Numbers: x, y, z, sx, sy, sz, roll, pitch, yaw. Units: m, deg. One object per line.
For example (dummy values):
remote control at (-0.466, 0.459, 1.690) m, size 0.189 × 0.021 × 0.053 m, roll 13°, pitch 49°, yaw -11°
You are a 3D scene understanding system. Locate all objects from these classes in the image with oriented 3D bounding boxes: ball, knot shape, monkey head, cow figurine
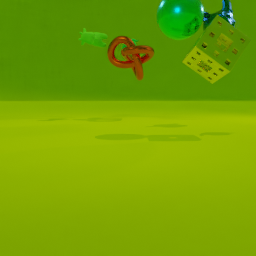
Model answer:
ball at (1.169, -2.529, 6.314) m, size 1.050 × 1.050 × 1.050 m, roll 0°, pitch 6°, yaw 0°
knot shape at (0.023, -2.895, 11.239) m, size 1.829 × 0.903 × 1.954 m, roll 30°, pitch -25°, yaw 7°
monkey head at (2.850, -3.437, 8.888) m, size 0.944 × 1.128 × 1.567 m, roll -8°, pitch -14°, yaw 38°
cow figurine at (-1.439, -3.610, 11.282) m, size 1.178 × 0.657 × 1.197 m, roll 5°, pitch 18°, yaw -20°

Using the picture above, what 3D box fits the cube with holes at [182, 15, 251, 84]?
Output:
cube with holes at (1.897, -1.678, 6.127) m, size 0.874 × 0.874 × 0.874 m, roll 35°, pitch -10°, yaw -1°

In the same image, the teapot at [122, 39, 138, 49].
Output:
teapot at (0.108, -3.509, 12.107) m, size 0.662 × 0.521 × 1.064 m, roll -44°, pitch -4°, yaw -42°
